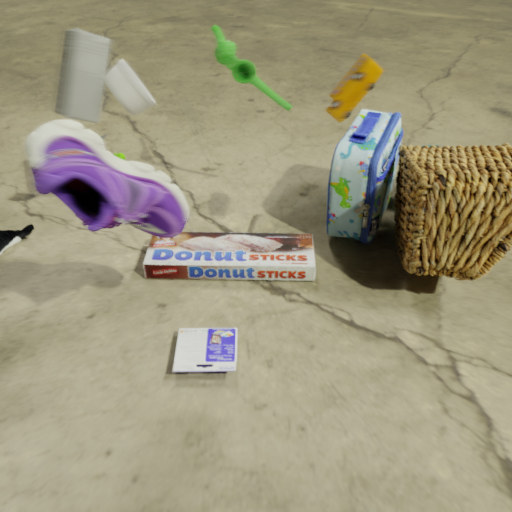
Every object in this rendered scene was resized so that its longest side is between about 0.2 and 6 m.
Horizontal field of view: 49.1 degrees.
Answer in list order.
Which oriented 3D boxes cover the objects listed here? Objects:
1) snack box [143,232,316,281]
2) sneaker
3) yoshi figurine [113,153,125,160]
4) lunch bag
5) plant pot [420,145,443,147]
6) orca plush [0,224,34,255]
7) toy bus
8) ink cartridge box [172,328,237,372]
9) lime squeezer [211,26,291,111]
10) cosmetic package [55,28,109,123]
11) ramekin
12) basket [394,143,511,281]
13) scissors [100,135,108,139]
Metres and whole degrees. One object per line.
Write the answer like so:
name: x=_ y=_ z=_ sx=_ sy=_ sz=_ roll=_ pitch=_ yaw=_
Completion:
snack box: x=-0.509 y=-0.008 z=11.458 sx=3.385 sy=0.412 sz=1.217 roll=1 pitch=36 yaw=1
sneaker: x=-1.954 y=-0.701 z=7.550 sx=1.079 sy=2.676 sz=1.116 roll=-26 pitch=60 yaw=25
yoshi figurine: x=-3.674 y=-2.539 z=15.017 sx=0.449 sy=0.451 sz=0.802 roll=3 pitch=30 yaw=-23
lunch bag: x=2.413 y=-1.845 z=12.368 sx=1.197 sy=2.335 sz=2.904 roll=12 pitch=37 yaw=18
plant pot: x=4.137 y=-1.840 z=13.232 sx=1.415 sy=1.329 sz=1.415 roll=1 pitch=36 yaw=0
orca plush: x=-5.619 y=-0.156 z=11.263 sx=1.309 sy=0.885 sz=2.489 roll=26 pitch=43 yaw=31
toy bus: x=1.590 y=-2.773 z=9.299 sx=0.352 sy=1.082 sz=0.424 roll=27 pitch=21 yaw=-37
ink cartridge box: x=-0.838 y=1.620 z=9.358 sx=1.038 sy=0.227 sz=1.048 roll=0 pitch=34 yaw=0
lime squeezer: x=-0.340 y=-3.970 z=11.765 sx=2.639 sy=0.498 sz=0.932 roll=49 pitch=12 yaw=13
cosmetic package: x=-3.380 y=-3.457 z=10.849 sx=0.731 sy=1.622 sz=0.866 roll=7 pitch=12 yaw=-35
ramekin: x=-2.485 y=-3.237 z=10.914 sx=0.535 sy=1.019 sz=1.019 roll=-36 pitch=40 yaw=4
basket: x=4.031 y=-0.814 z=10.867 sx=2.377 sy=2.278 sz=3.191 roll=1 pitch=21 yaw=6
scissors: x=-4.973 y=-3.070 z=15.999 sx=1.992 sy=0.139 sz=0.729 roll=-26 pitch=41 yaw=-33
